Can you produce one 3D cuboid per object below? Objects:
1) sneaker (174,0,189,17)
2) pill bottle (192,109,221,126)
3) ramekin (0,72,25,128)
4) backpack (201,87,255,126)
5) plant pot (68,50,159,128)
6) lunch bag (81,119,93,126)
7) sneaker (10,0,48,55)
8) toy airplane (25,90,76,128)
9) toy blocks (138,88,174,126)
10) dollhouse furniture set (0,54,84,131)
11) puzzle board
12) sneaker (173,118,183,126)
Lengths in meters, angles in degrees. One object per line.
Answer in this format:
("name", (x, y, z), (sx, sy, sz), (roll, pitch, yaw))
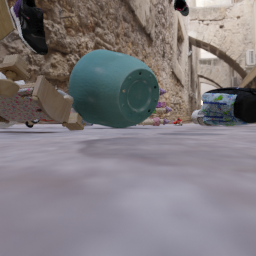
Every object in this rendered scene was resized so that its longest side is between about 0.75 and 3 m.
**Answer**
("sneaker", (1.901, -4.249, 9.847), (0.461, 0.666, 1.103), (-12, -37, 27))
("pill bottle", (4.171, -0.568, 14.665), (0.920, 0.920, 1.628), (-1, 2, -31))
("ramekin", (-3.352, -0.765, 7.188), (1.644, 1.644, 0.801), (1, -7, 36))
("backpack", (4.171, -0.870, 11.403), (2.176, 2.050, 2.667), (-8, 24, -31))
("plant pot", (-0.238, -1.010, 7.762), (2.243, 2.243, 1.800), (-1, 13, -39))
("lunch bag", (-2.037, -0.382, 12.050), (0.879, 0.659, 1.037), (-2, 12, -28))
("sneaker", (-3.348, -3.683, 9.845), (0.995, 2.273, 0.861), (-35, -11, 32))
("toy airplane", (-2.082, -0.580, 7.967), (1.606, 1.133, 1.599), (-8, -13, 10))
("toy blocks", (1.349, -0.970, 13.705), (1.643, 1.824, 1.952), (-4, -2, -8))
("dollhouse furniture set", (-1.992, -0.081, 3.941), (1.880, 1.076, 2.204), (-3, -26, 19))
("puzzle board", (-4.505, -3.720, 9.432), (1.413, 1.875, 0.163), (-26, -13, 24))
("sneaker", (2.967, -0.357, 16.486), (0.396, 0.436, 1.027), (0, 1, -13))
